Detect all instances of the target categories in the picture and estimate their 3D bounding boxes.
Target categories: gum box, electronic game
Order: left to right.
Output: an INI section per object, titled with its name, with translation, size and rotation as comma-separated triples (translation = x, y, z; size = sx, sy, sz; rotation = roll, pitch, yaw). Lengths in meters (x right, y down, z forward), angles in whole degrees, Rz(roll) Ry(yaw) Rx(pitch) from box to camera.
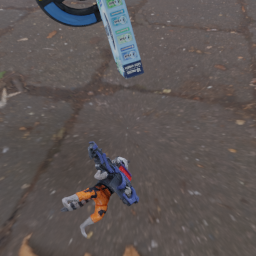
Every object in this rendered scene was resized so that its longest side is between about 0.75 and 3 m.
[electronic game]
translation = -1.085, -3.490, 6.631
size = 2.392, 2.392, 0.498
rotation = -15, 55, -15
[gum box]
translation = -0.235, -2.154, 6.150
size = 0.435, 1.952, 1.658
rotation = -19, 18, -2

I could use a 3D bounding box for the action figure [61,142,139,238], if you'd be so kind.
[action figure]
translation = -0.416, 0.718, 3.759
size = 1.099, 1.136, 0.594
rotation = -41, 24, -30
